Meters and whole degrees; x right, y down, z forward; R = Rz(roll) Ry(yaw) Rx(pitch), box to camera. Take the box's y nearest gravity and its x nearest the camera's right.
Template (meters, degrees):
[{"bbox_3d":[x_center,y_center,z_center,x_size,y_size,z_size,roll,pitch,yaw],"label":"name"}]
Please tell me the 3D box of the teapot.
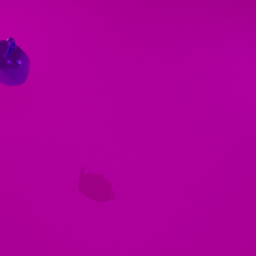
[{"bbox_3d":[-1.961,-1.074,4.582,0.785,1.263,0.618,30,65,-13],"label":"teapot"}]
